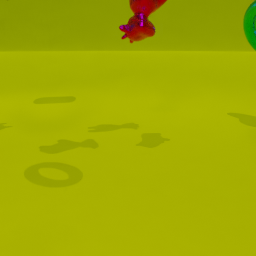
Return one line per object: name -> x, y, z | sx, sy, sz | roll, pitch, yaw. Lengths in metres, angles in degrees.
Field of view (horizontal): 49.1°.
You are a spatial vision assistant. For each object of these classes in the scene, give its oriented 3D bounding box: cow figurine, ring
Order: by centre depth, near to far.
cow figurine -> 0.175, -1.868, 4.293 | 0.541, 0.970, 0.986 | 4, 52, -50
ring -> 3.274, -2.189, 6.243 | 0.318, 1.589, 1.589 | -39, 29, -13
